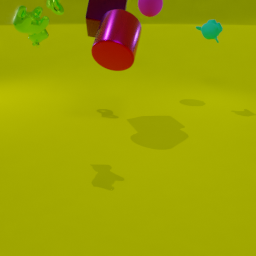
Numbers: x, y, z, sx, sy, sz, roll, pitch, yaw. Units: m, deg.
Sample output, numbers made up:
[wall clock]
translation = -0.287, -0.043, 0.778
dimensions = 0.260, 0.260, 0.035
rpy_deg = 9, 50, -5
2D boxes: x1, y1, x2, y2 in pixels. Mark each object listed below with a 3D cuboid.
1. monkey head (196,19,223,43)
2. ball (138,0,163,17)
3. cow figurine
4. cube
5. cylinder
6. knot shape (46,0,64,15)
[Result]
[monkey head]
translation = 2.887, -3.316, 9.704
dimensions = 1.047, 0.631, 0.753
rpy_deg = 46, 4, 26
[ball]
translation = 0.853, -4.746, 10.680
dimensions = 0.950, 0.950, 0.950
rpy_deg = 0, 23, 0
[cow figurine]
translation = -2.004, -2.060, 5.771
dimensions = 0.906, 0.505, 0.920
rpy_deg = -37, -6, 36
[cube]
translation = -0.653, -3.489, 8.655
dimensions = 1.101, 1.101, 1.101
rpy_deg = 9, -10, -3
[cylinder]
translation = -0.302, -2.407, 7.758
dimensions = 1.193, 1.193, 1.193
rpy_deg = 6, 63, 14
[knot shape]
translation = -2.550, -4.394, 9.492
dimensions = 0.496, 1.073, 1.004
rpy_deg = -22, 32, -15
